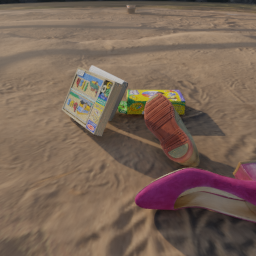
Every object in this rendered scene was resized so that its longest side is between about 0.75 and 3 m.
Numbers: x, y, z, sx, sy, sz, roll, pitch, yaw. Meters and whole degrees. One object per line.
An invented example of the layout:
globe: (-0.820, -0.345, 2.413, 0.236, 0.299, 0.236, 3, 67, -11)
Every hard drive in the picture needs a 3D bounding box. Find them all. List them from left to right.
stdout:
hard drive: (-0.940, -1.277, 9.824, 0.278, 1.374, 2.083, 16, 13, -43)

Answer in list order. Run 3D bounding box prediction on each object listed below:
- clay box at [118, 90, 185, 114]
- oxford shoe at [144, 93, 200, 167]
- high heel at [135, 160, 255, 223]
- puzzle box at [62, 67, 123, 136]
clay box: (0.783, -0.943, 9.914, 2.260, 0.538, 1.299, 1, 24, -1)
oxford shoe: (1.155, 0.058, 7.662, 0.896, 0.935, 2.532, -35, 45, 19)
high heel: (1.661, 1.540, 5.514, 2.922, 0.984, 1.401, -7, 48, -10)
puzzle box: (-1.217, -0.906, 8.709, 0.309, 1.615, 2.427, 17, 8, -40)
